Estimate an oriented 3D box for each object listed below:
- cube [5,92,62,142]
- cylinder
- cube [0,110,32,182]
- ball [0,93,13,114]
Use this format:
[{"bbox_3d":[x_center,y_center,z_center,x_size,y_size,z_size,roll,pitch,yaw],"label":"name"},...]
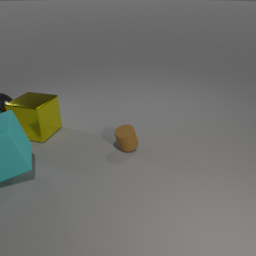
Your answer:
[{"bbox_3d":[-3.567,-0.457,10.772,1.400,1.400,1.400,8,29,17],"label":"cube"},{"bbox_3d":[-0.048,0.352,9.796,0.700,0.700,0.700,-12,36,9],"label":"cylinder"},{"bbox_3d":[-3.755,0.575,8.123,1.400,1.400,1.400,-21,35,-6],"label":"cube"},{"bbox_3d":[-5.219,-0.725,11.308,1.400,1.400,1.400,0,28,0],"label":"ball"}]
